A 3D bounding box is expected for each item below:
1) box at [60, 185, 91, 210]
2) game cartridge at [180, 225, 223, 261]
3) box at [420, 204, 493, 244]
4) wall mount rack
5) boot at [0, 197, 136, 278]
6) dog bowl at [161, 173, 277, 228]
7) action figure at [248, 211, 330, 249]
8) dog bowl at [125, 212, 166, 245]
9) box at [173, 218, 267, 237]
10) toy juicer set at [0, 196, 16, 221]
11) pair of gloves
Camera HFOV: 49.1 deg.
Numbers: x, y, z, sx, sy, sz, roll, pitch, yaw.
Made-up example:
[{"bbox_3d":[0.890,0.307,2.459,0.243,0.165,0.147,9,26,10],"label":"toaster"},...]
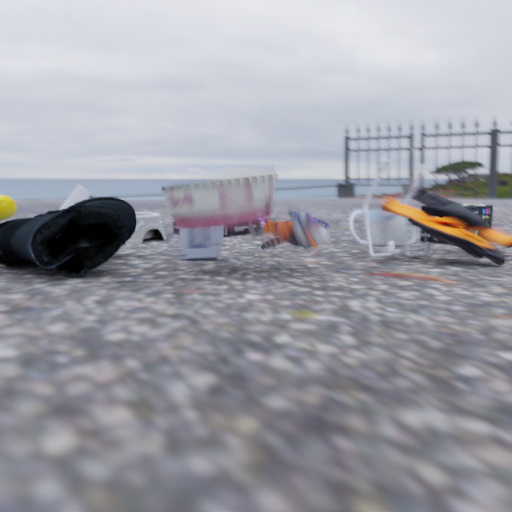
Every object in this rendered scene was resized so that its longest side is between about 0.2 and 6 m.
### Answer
[{"bbox_3d":[-4.281,-0.966,12.679,0.364,1.377,1.767,36,-4,-20],"label":"box"},{"bbox_3d":[-0.948,-0.478,9.691,0.741,1.114,0.228,-3,-12,1],"label":"game cartridge"},{"bbox_3d":[4.521,-0.736,12.631,1.361,0.846,1.011,-7,10,-37],"label":"box"},{"bbox_3d":[2.393,-0.762,9.600,1.829,1.589,0.682,0,-7,-40],"label":"wall mount rack"},{"bbox_3d":[-2.560,-0.350,8.747,2.683,1.025,2.255,-16,13,-42],"label":"boot"},{"bbox_3d":[-0.506,-0.818,8.264,1.708,0.630,1.708,-7,8,1],"label":"dog bowl"},{"bbox_3d":[0.618,-0.324,8.196,1.117,0.604,1.155,9,0,37],"label":"action figure"},{"bbox_3d":[-3.161,-0.656,12.905,2.143,0.628,2.143,-1,7,0],"label":"dog bowl"},{"bbox_3d":[-0.905,-0.782,14.743,1.565,0.395,2.189,4,10,30],"label":"box"},{"bbox_3d":[-3.953,-0.203,7.897,1.474,0.631,2.317,-39,24,-10],"label":"toy juicer set"},{"bbox_3d":[3.449,-0.624,9.833,2.152,0.299,2.416,31,26,20],"label":"pair of gloves"}]
